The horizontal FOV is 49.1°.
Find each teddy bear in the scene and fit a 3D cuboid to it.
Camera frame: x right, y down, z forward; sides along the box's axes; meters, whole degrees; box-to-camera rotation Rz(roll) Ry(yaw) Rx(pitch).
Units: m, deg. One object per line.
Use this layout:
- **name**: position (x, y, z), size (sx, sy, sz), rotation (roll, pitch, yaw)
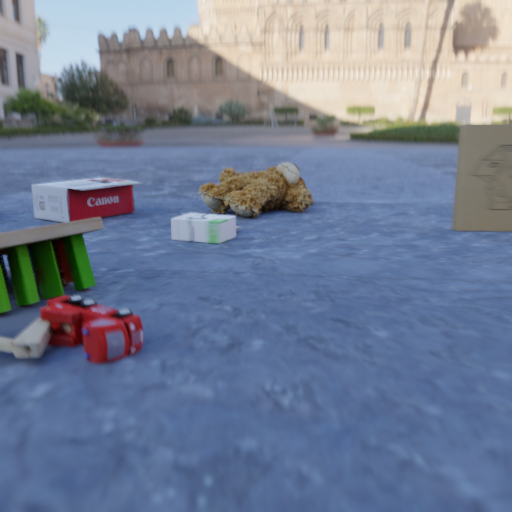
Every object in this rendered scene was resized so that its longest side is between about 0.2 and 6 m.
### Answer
- **teddy bear**: position (0.135, -1.645, 13.649), size (3.343, 1.116, 2.424), rotation (-10, 19, -34)

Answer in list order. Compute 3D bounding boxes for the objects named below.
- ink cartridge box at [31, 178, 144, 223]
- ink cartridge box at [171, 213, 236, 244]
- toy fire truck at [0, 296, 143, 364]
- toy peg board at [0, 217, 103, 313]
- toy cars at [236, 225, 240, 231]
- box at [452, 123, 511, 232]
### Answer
- **ink cartridge box**: position (-3.741, -1.272, 12.688), size (1.669, 0.797, 1.902), rotation (9, 16, 34)
- **ink cartridge box**: position (-0.973, -0.518, 10.369), size (1.000, 0.420, 0.728), rotation (6, 15, 23)
- **toy fire truck**: position (-1.987, 0.724, 5.284), size (1.583, 0.386, 1.116), rotation (10, 17, 33)
- **toy peg board**: position (-3.094, 0.188, 7.041), size (1.782, 0.875, 1.789), rotation (-9, 5, 36)
- **toy cars**: position (-0.714, -0.550, 11.069), size (0.820, 0.182, 0.368), rotation (4, 21, 3)
- **box**: position (4.774, -1.508, 10.900), size (1.721, 2.105, 0.224), rotation (1, 14, 4)
